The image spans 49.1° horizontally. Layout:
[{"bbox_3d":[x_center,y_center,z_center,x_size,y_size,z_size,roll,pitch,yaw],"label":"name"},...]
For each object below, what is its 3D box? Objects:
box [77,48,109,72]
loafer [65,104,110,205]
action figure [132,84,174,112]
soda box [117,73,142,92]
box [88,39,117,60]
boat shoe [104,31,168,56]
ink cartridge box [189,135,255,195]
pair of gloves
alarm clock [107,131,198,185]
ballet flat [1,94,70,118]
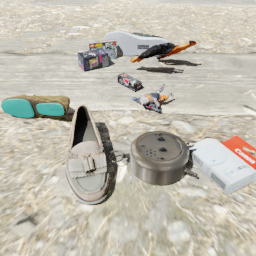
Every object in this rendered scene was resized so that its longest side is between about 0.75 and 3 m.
[{"bbox_3d":[-1.433,-2.828,11.595,1.129,0.599,0.690,-17,40,-21],"label":"box"},{"bbox_3d":[-1.068,0.488,6.843,1.042,0.911,2.897,-7,37,-9],"label":"loafer"},{"bbox_3d":[0.735,-1.044,9.186,1.249,0.653,1.208,25,34,30],"label":"action figure"},{"bbox_3d":[0.052,-1.685,10.289,0.357,0.320,1.010,-28,44,-33],"label":"soda box"},{"bbox_3d":[-1.084,-3.349,12.115,1.209,0.828,0.241,-12,38,-15],"label":"box"},{"bbox_3d":[0.403,-3.828,12.738,2.948,1.012,0.835,8,31,-1],"label":"boat shoe"},{"bbox_3d":[2.626,0.709,6.956,1.821,0.430,1.457,-20,41,-23],"label":"ink cartridge box"},{"bbox_3d":[1.387,-3.033,11.024,2.186,0.270,1.948,-17,3,-41],"label":"pair of gloves"},{"bbox_3d":[0.543,0.666,6.848,2.139,0.712,1.443,-3,37,2],"label":"alarm clock"},{"bbox_3d":[-2.749,-0.758,8.585,2.190,0.743,0.792,-1,34,15],"label":"ballet flat"}]
